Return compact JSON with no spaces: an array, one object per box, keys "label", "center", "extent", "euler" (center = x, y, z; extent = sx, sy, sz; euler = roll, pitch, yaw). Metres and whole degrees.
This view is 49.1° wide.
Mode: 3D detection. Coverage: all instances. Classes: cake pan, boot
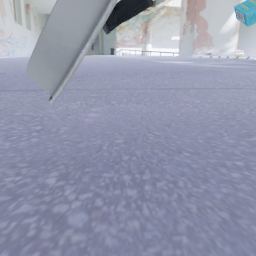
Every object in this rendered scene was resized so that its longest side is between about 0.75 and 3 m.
[{"label":"cake pan","center":[-0.645,-1.782,4.122],"extent":[0.547,2.982,2.982],"euler":[28,9,-19]},{"label":"boot","center":[-0.121,-3.194,7.088],"extent":[1.510,0.496,1.245],"euler":[-31,-17,2]}]

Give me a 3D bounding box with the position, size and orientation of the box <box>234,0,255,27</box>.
[{"label":"box","center":[4.288,-3.831,8.487],"extent":[1.868,0.459,0.769],"euler":[-27,42,7]}]
